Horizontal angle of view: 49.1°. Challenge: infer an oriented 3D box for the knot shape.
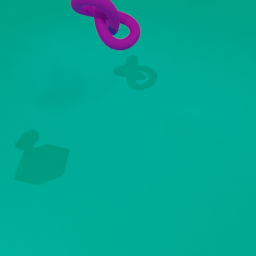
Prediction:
[{"bbox_3d":[-0.564,-2.962,7.358,1.887,0.872,1.766,35,26,-27],"label":"knot shape"}]
